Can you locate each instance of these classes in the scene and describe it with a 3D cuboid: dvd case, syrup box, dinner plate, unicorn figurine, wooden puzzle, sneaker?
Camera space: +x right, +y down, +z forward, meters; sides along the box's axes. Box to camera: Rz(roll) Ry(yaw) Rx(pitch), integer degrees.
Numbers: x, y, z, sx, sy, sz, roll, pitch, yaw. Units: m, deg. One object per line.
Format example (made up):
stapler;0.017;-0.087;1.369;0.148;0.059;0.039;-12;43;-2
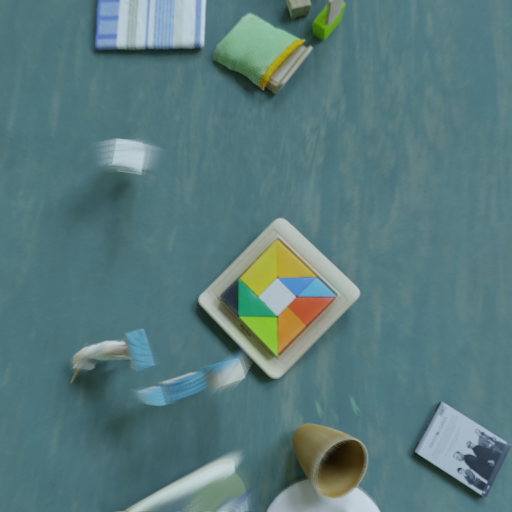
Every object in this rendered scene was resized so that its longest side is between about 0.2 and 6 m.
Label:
dvd case;3.467;3.245;9.431;1.326;0.164;0.997;32;76;9
syrup box;-2.293;-1.770;10.115;0.453;1.151;0.469;10;92;-10
dinner plate;1.094;4.664;8.838;2.166;0.263;2.166;0;70;0
unicorn figurine;-2.540;1.668;9.548;0.991;1.443;0.533;0;63;-30
wooden puzzle;0.388;0.710;9.964;2.229;0.415;2.062;-45;78;-5
sneaker;-1.216;4.192;8.670;2.393;0.802;1.074;-26;57;-10

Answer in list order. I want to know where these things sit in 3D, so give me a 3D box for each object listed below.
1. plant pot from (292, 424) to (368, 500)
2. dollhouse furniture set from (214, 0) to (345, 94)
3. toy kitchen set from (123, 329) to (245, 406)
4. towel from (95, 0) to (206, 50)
plant pot;1.050;3.149;8.953;0.996;1.068;0.996;-6;102;-28
dollhouse furniture set;0.699;-5.076;11.356;1.691;1.306;3.384;35;76;10
toy kitchen set;-1.164;1.594;8.810;1.524;0.898;1.221;-15;83;-24
towel;-2.221;-5.123;11.920;2.347;0.279;1.723;-1;75;1
